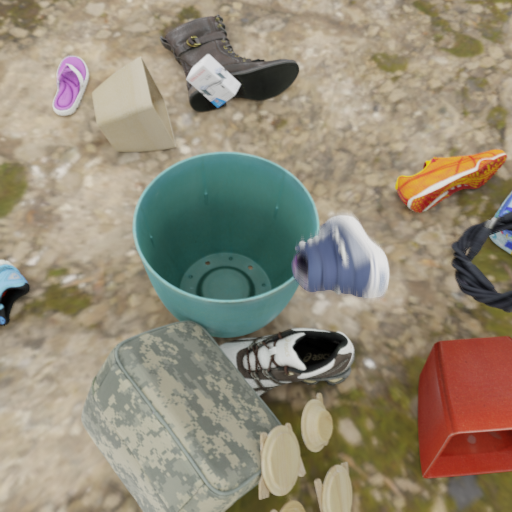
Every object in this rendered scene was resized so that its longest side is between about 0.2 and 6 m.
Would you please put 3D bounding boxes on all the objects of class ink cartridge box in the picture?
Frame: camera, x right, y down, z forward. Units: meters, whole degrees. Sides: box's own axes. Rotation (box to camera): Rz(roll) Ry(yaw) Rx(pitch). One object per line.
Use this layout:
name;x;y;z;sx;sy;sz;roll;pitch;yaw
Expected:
ink cartridge box;-0.849;-3.455;11.109;0.862;0.631;0.370;36;56;-26

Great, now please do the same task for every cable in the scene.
cable;4.089;0.069;9.404;1.594;0.496;1.954;-11;50;30

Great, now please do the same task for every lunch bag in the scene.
lunch bag;-1.320;2.799;8.703;2.907;2.438;2.026;47;31;20
lunch bag;6.081;-0.515;11.329;2.302;0.949;1.850;37;70;19

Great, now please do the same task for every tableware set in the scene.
tableware set;0.768;3.341;8.424;0.286;2.465;2.059;-10;89;36

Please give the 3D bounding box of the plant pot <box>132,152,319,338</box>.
plant pot;-0.552;0.073;10.070;3.027;2.429;3.027;2;57;-3

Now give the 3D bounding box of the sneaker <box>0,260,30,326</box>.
sneaker;-5.182;1.076;10.500;0.979;0.853;2.177;32;66;13

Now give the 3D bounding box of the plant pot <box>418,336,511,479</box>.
plant pot;3.677;2.423;9.253;1.951;1.953;1.721;-4;50;-2

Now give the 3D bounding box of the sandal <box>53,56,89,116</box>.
sandal;-4.538;-4.260;13.642;0.794;0.479;1.950;-4;61;-2

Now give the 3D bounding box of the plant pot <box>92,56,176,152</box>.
plant pot;-2.798;-3.208;12.579;1.352;1.525;1.527;-19;62;4

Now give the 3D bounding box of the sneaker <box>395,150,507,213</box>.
sneaker;4.224;-1.844;12.064;2.596;0.947;1.001;-20;59;-12

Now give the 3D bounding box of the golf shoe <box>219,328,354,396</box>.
golf shoe;0.229;1.762;9.792;3.014;1.424;1.172;-11;63;-4

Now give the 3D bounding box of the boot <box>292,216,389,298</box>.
boot;0.896;-0.075;7.315;0.972;2.151;0.783;4;104;-10

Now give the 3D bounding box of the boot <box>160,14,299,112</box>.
boot;-0.696;-4.990;13.728;3.029;1.049;2.637;-14;63;-5
